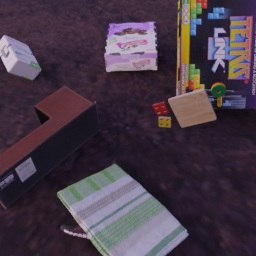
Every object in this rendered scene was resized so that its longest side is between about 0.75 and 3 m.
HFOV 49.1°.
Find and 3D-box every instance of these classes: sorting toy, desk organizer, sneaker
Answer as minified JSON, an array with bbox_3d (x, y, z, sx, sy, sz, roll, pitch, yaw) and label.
[{"bbox_3d":[1.462,-0.490,6.574,1.791,0.863,0.303,-15,34,28],"label":"sorting toy"},{"bbox_3d":[-2.127,0.307,6.664,1.139,1.061,2.958,32,57,26],"label":"desk organizer"},{"bbox_3d":[-0.779,1.892,5.587,1.022,0.387,0.590,15,77,0],"label":"sneaker"}]

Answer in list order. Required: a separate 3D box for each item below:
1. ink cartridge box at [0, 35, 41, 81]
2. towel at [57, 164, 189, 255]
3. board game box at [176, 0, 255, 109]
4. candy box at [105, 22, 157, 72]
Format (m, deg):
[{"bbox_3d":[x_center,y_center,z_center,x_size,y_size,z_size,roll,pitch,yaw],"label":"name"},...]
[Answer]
[{"bbox_3d":[-3.357,-2.146,8.608,0.517,0.896,1.232,-45,62,18],"label":"ink cartridge box"},{"bbox_3d":[-0.129,1.724,5.521,1.661,0.342,2.227,-20,47,-40],"label":"towel"},{"bbox_3d":[2.545,-1.975,7.439,2.421,2.929,0.830,0,8,4],"label":"board game box"},{"bbox_3d":[0.134,-2.708,9.233,1.627,0.694,1.940,-1,47,3],"label":"candy box"}]
